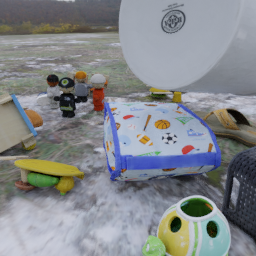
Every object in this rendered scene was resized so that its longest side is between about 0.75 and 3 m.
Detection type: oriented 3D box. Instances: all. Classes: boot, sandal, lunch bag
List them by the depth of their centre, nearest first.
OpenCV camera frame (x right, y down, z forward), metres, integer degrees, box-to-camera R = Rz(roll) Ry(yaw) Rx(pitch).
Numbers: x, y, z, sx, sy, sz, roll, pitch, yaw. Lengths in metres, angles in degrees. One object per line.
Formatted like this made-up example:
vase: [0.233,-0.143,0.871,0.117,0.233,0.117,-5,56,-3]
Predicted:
lunch bag: [0.527,0.326,5.942,2.031,1.479,2.389,-2,16,-10]
boot: [-3.831,-0.295,7.924,2.481,0.951,1.926,21,34,32]
sandal: [2.982,-0.153,7.969,1.112,0.747,2.768,-20,30,-39]
boot: [-2.821,-1.232,10.853,1.405,0.511,0.635,-6,29,-12]

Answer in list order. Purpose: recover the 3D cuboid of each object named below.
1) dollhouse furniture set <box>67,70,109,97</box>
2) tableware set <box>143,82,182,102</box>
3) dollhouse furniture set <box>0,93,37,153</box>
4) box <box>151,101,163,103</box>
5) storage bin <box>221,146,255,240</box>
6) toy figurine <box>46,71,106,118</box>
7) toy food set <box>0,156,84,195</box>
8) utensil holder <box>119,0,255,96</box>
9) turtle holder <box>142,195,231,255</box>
dollhouse furniture set: [-1.892,-1.934,12.490,1.673,0.871,1.691,21,29,17]
tableware set: [1.641,-1.633,12.092,1.772,0.404,2.631,-1,21,-9]
dollhouse furniture set: [-3.869,-0.059,6.992,2.342,2.480,1.619,-32,5,-22]
box: [1.205,-0.620,9.698,1.176,0.289,0.948,12,24,28]
storage bin: [2.577,0.955,4.649,1.863,1.259,0.873,-13,26,-29]
toy figurine: [-1.891,-1.347,10.037,1.924,1.339,1.895,-16,28,-32]
toy food set: [-1.742,0.988,5.649,1.727,0.564,1.016,9,0,16]
utensil holder: [1.646,-1.796,5.125,2.921,2.483,2.483,-8,22,-43]
turtle holder: [0.779,1.469,3.876,1.284,0.912,0.975,-2,23,-5]
